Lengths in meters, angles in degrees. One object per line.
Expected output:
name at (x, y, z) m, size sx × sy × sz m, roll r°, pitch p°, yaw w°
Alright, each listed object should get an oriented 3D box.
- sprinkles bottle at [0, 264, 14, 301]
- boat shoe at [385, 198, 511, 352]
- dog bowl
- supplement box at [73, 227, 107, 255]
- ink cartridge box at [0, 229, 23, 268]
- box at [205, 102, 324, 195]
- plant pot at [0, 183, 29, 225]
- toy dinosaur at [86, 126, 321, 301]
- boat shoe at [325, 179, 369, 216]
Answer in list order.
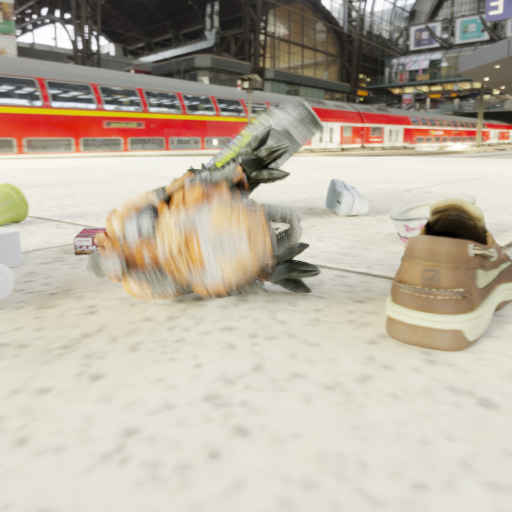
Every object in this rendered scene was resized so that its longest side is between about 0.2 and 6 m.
sprinkles bottle at (-3.567, 0.226, 6.980) m, size 1.400 × 0.478 × 0.478 m, roll 11°, pitch 16°, yaw 40°
boat shoe at (2.357, -0.032, 6.358) m, size 1.242 × 1.244 × 3.363 m, roll 5°, pitch 13°, yaw 24°
dog bowl at (3.209, -0.633, 10.103) m, size 1.498 × 0.552 × 1.498 m, roll -14°, pitch 12°, yaw 3°
supplement box at (-2.763, -0.267, 9.628) m, size 0.557 × 0.311 × 1.023 m, roll -1°, pitch 12°, yaw -6°
ink cartridge box at (-4.301, -0.098, 8.284) m, size 1.323 × 0.558 × 0.966 m, roll 7°, pitch 14°, yaw 29°
box at (-0.342, -2.087, 12.680) m, size 3.258 × 0.774 × 3.147 m, roll -42°, pitch 16°, yaw -2°
plant pot at (-5.522, -1.006, 11.998) m, size 0.918 × 0.918 × 0.844 m, roll 4°, pitch 24°, yaw 18°
toy dinosaur at (-0.824, -0.303, 6.332) m, size 2.616 × 1.969 × 3.854 m, roll -19°, pitch 30°, yaw -36°
boat shoe at (2.252, -1.361, 13.992) m, size 0.727 × 0.801 × 2.178 m, roll 13°, pitch 21°, yaw -7°
